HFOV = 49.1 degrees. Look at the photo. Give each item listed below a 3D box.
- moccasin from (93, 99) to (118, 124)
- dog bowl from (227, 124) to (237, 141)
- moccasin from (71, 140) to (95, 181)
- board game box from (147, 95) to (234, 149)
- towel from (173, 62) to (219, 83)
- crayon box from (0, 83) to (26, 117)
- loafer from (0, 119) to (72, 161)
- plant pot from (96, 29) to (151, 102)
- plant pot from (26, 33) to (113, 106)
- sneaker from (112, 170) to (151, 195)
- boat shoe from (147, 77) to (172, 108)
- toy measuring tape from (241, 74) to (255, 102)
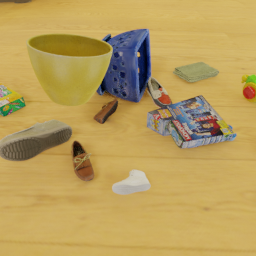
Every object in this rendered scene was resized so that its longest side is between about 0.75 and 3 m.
[{"bbox_3d":[-0.959,-0.803,12.458,0.622,0.589,1.610,25,54,16],"label":"moccasin"},{"bbox_3d":[4.075,0.189,11.425,0.497,0.221,0.892,-3,39,-4],"label":"dog bowl"},{"bbox_3d":[-1.612,1.121,9.840,0.671,0.708,1.834,-10,39,-13],"label":"moccasin"},{"bbox_3d":[2.279,-0.131,11.321,2.747,0.848,2.749,-10,39,-10],"label":"board game box"},{"bbox_3d":[3.737,-3.082,15.447,2.170,0.396,1.610,-19,41,-21],"label":"towel"},{"bbox_3d":[-5.876,-1.352,13.092,1.960,0.571,1.164,28,46,31],"label":"crayon box"},{"bbox_3d":[-3.517,0.402,10.577,2.802,1.060,0.957,-17,39,-35],"label":"loafer"},{"bbox_3d":[-0.340,-3.124,13.738,2.457,2.733,2.733,5,38,16],"label":"plant pot"},{"bbox_3d":[-2.084,-2.006,10.040,2.872,2.039,2.872,7,30,-4],"label":"plant pot"},{"bbox_3d":[0.038,1.764,9.278,1.268,0.467,0.733,-1,35,-17],"label":"sneaker"},{"bbox_3d":[1.499,-1.662,13.410,0.779,0.685,2.189,-11,41,-16],"label":"boat shoe"},{"bbox_3d":[6.247,-1.317,13.053,1.076,1.076,2.926,-21,65,-25],"label":"toy measuring tape"}]
